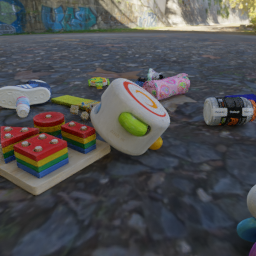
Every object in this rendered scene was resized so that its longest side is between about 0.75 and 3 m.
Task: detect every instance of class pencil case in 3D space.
[{"bbox_3d":[1.888,-1.980,13.487,2.526,1.104,1.104,-19,30,-35],"label":"pencil case"}]

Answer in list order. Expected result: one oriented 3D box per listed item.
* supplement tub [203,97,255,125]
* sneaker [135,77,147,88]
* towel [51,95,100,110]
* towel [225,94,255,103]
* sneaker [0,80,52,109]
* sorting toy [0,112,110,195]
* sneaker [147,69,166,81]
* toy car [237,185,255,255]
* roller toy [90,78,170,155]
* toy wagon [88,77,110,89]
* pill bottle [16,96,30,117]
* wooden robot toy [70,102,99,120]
[{"bbox_3d":[3.761,-0.626,10.390,1.699,1.041,1.041,-1,24,-1],"label":"supplement tub"},{"bbox_3d":[0.492,-2.455,15.125,1.101,0.613,0.423,0,24,-1],"label":"sneaker"},{"bbox_3d":[-2.203,-1.116,12.620,2.599,0.235,1.118,15,22,32],"label":"towel"},{"bbox_3d":[5.309,-1.257,12.772,1.520,0.376,1.122,-4,17,-9],"label":"towel"},{"bbox_3d":[-4.745,-1.614,12.795,2.440,0.983,1.787,-7,22,-14],"label":"sneaker"},{"bbox_3d":[-2.425,0.409,8.125,2.739,0.959,2.756,16,29,33],"label":"sorting toy"},{"bbox_3d":[1.727,-3.122,16.802,1.061,0.589,1.516,5,33,7],"label":"sneaker"},{"bbox_3d":[2.598,1.872,4.590,1.331,1.553,1.775,-45,38,-8],"label":"toy car"},{"bbox_3d":[0.037,-0.283,8.309,2.263,1.581,2.064,7,38,-53],"label":"roller toy"},{"bbox_3d":[-1.628,-2.537,15.711,1.164,0.297,1.501,-4,24,-9],"label":"toy wagon"},{"bbox_3d":[-4.294,-0.865,11.436,0.516,0.516,0.950,-7,40,-15],"label":"pill bottle"},{"bbox_3d":[-1.403,-0.596,11.144,1.742,0.767,0.791,-7,-12,-11],"label":"wooden robot toy"}]
